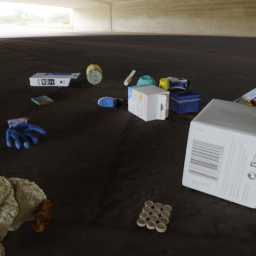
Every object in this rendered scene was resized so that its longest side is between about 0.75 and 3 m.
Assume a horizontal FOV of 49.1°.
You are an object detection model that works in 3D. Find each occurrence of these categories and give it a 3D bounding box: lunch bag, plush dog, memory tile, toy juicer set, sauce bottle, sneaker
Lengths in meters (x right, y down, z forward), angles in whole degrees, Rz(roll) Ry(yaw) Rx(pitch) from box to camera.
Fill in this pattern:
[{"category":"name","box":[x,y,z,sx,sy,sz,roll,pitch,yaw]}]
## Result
[{"category":"lunch bag","box":[2.335,-1.152,11.539,1.235,0.817,0.839,-9,24,-22]},{"category":"plush dog","box":[-2.354,1.348,5.144,1.997,1.602,1.715,19,6,38]},{"category":"memory tile","box":[0.548,1.758,5.633,0.593,0.065,0.774,8,23,17]},{"category":"toy juicer set","box":[0.754,-2.158,14.318,2.471,0.672,1.572,24,49,35]},{"category":"sauce bottle","box":[-2.006,-3.320,16.575,0.889,0.889,2.747,-3,25,-8]},{"category":"sneaker","box":[2.673,-2.342,14.649,1.476,0.596,0.852,-11,23,-28]},{"category":"sneaker","box":[-0.699,-1.051,11.805,1.109,0.426,0.617,4,14,-8]}]

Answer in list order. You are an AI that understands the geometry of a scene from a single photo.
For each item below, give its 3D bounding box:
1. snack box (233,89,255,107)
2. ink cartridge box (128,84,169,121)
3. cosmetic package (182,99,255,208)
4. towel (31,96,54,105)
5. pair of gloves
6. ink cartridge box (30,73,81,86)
[{"category":"snack box","box":[3.511,-0.255,7.866,1.614,1.361,0.546,-31,18,17]},{"category":"ink cartridge box","box":[0.828,-0.998,10.876,1.014,1.041,1.620,-12,25,-25]},{"category":"cosmetic package","box":[2.452,0.453,6.611,1.655,1.653,2.006,15,27,26]},{"category":"towel","box":[-3.871,-1.260,12.718,0.731,0.108,0.997,-17,28,-33]},{"category":"pair of gloves","box":[-4.034,0.283,8.844,2.732,0.311,2.196,-11,27,-22]},{"category":"ink cartridge box","box":[-3.986,-2.727,15.690,2.612,0.512,1.299,0,23,4]}]
